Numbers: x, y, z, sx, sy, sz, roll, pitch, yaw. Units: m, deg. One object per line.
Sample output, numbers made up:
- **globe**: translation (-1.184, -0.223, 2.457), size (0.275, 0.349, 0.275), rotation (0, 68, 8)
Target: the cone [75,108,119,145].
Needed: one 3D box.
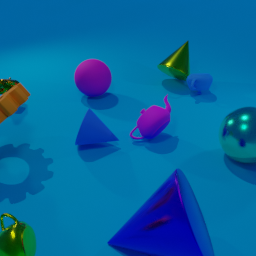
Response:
- **cone**: translation (-0.709, 0.144, 7.331), size (1.032, 1.028, 1.028), rotation (21, 34, -3)

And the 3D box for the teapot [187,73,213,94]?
- **teapot**: translation (2.554, -1.578, 9.922), size (0.896, 0.706, 1.442), rotation (8, 17, 36)

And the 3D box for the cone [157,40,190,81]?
- **cone**: translation (1.995, -2.681, 10.555), size (1.366, 1.371, 1.366), rotation (24, 0, 0)

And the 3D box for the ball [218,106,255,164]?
- **ball**: translation (2.882, 0.169, 6.704), size (1.368, 1.368, 1.368), rotation (0, 33, 0)

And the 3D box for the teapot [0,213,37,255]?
- **teapot**: translation (-1.707, 1.802, 4.190), size (0.536, 1.094, 0.680), rotation (-12, 0, 1)

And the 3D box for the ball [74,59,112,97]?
- **ball**: translation (-1.192, -1.706, 9.578), size (1.269, 1.269, 1.269), rotation (0, 33, 0)

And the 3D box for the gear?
- **gear**: translation (-3.159, -0.282, 6.473), size (1.951, 0.361, 1.951), rotation (-31, 24, 15)

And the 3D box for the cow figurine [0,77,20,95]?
- **cow figurine**: translation (-3.986, -1.393, 9.406), size (1.134, 0.623, 1.116), rotation (3, 11, 17)

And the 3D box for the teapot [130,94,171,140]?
- **teapot**: translation (0.677, -0.244, 7.581), size (1.561, 0.971, 0.764), rotation (-43, 76, -3)

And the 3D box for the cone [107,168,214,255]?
- **cone**: translation (0.380, 1.761, 4.822), size (1.678, 1.672, 1.672), rotation (-22, 30, 15)
